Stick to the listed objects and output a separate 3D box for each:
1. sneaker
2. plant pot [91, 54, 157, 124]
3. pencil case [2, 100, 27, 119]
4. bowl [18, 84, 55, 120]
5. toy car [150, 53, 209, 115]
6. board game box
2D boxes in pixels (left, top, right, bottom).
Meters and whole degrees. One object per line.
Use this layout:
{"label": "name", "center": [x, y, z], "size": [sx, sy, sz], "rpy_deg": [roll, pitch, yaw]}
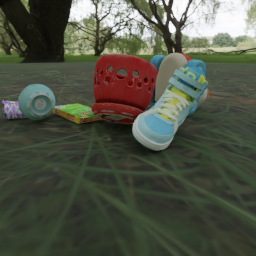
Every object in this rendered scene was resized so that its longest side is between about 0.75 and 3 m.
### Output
{"label": "sneaker", "center": [1.135, -0.669, 7.057], "size": [1.096, 1.798, 2.755], "rpy_deg": [33, 32, 7]}
{"label": "plant pot", "center": [-0.144, -1.074, 8.496], "size": [1.896, 1.726, 1.896], "rpy_deg": [7, -8, 1]}
{"label": "pencil case", "center": [-3.482, -0.707, 9.690], "size": [1.593, 0.681, 0.669], "rpy_deg": [-7, 30, -21]}
{"label": "bowl", "center": [-2.845, -0.779, 8.988], "size": [1.199, 1.199, 0.627], "rpy_deg": [-9, 18, -28]}
{"label": "toy car", "center": [2.318, -1.647, 10.813], "size": [2.457, 2.174, 2.265], "rpy_deg": [1, 16, -37]}
{"label": "board game box", "center": [-1.695, -0.524, 9.781], "size": [1.059, 0.332, 2.217], "rpy_deg": [-12, 17, -36]}
